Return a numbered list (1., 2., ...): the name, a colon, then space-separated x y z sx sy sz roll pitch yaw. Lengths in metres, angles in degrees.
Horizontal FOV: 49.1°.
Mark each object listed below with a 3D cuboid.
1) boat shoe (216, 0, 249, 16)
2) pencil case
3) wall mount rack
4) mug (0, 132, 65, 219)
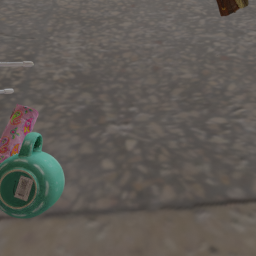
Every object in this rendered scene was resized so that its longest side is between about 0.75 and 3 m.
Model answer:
1. boat shoe: 1.954 -3.559 6.479 0.734 2.173 0.782 -26 27 37
2. pencil case: -1.823 0.096 4.547 0.437 0.437 0.999 11 66 11
3. wall mount rack: -2.965 -1.177 5.389 1.755 2.020 0.753 31 51 -26
4. mug: -1.152 0.562 3.115 0.714 0.537 0.869 -29 89 1
